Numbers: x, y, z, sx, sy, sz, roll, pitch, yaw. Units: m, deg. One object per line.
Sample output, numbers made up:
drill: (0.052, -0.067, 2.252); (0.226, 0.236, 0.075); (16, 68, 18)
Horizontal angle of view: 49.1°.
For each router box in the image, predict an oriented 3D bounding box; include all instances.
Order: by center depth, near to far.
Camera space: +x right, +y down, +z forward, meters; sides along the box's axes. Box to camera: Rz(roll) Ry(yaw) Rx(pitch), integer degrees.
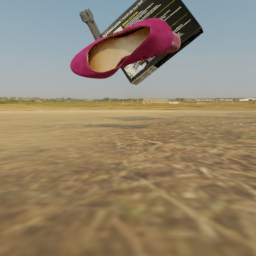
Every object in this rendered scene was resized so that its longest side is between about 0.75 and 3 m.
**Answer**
router box: (0.742, -3.266, 9.730); (2.960, 2.208, 0.756); (-36, -9, 19)

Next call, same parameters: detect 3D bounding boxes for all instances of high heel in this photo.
high heel: (-0.387, -1.624, 5.745); (2.759, 0.930, 1.326); (-11, 0, 29)

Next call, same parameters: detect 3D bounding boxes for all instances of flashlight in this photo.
flashlight: (-1.328, -3.739, 10.939); (0.582, 1.720, 0.584); (-20, 33, 15)
